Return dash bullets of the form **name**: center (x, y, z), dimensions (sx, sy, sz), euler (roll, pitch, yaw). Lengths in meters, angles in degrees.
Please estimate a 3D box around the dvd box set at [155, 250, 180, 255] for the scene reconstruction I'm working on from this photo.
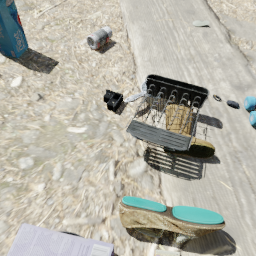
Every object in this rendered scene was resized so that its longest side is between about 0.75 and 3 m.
- **dvd box set**: center (0.959, 3.464, 6.855), dimensions (0.629, 0.126, 0.860), euler (4, 49, 3)

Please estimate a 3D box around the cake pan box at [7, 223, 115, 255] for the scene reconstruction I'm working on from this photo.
- **cake pan box**: center (-1.755, 3.643, 6.345), dimensions (2.443, 0.694, 2.652), euler (10, 50, 6)

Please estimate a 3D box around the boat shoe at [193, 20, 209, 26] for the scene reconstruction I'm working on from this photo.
- **boat shoe**: center (3.739, -5.358, 14.400), dimensions (0.832, 0.303, 0.257), euler (0, 6, 9)

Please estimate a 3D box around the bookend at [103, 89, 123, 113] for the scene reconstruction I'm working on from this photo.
- **bookend**: center (-0.663, -1.025, 10.562), dimensions (0.753, 0.347, 0.749), euler (19, 52, 16)

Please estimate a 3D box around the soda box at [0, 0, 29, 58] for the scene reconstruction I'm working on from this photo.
- **soda box**: center (-5.219, -4.519, 11.842), dimensions (0.943, 2.940, 0.997), euler (16, 51, 13)

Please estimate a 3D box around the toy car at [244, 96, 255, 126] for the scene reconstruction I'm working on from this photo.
- **toy car**: center (5.145, -0.998, 9.651), dimensions (1.559, 1.691, 1.496), euler (2, 49, 1)

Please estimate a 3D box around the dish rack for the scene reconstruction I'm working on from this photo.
- **dish rack**: center (1.270, -0.533, 9.030), dimensions (2.241, 0.797, 2.922), euler (17, 42, 13)

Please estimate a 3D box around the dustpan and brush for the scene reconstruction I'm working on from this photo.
- **dustpan and brush**: center (0.860, -1.308, 10.554), dimensions (2.342, 0.670, 1.635), euler (-31, 52, -21)

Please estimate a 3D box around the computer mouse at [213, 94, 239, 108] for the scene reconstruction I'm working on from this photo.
- **computer mouse**: center (3.746, -1.061, 10.703), dimensions (1.077, 0.183, 0.316), euler (28, 56, 22)

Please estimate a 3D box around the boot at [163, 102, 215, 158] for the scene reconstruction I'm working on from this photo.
- **boot**: center (2.078, -0.026, 9.512), dimensions (1.751, 0.661, 2.000), euler (9, 49, 8)

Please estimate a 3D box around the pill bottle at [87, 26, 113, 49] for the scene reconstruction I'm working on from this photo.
- **pill bottle**: center (-1.295, -4.230, 13.089), dimensions (0.678, 0.678, 1.191), euler (32, 57, 24)

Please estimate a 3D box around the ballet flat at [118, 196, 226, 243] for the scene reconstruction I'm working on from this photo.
- **ballet flat**: center (1.067, 2.452, 7.295), dimensions (2.738, 0.894, 0.965), euler (9, 10, 13)
